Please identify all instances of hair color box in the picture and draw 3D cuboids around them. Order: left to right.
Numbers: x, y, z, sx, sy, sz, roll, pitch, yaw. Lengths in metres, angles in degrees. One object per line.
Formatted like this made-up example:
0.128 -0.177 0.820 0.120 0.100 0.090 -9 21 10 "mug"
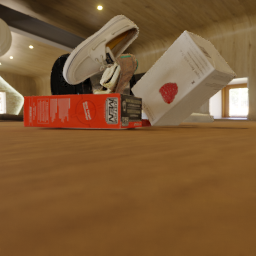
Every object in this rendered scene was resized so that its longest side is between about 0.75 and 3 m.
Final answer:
-1.056 -0.370 6.611 2.518 0.771 1.278 0 1 24 "hair color box"

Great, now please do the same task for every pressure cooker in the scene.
-1.063 -1.444 10.074 2.786 2.489 2.450 -14 -17 -39 "pressure cooker"

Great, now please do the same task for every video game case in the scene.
1.576 -0.529 11.831 2.962 0.351 2.696 0 7 -27 "video game case"

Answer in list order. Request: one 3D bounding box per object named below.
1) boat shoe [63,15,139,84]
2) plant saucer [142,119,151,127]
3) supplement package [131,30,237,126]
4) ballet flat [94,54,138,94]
-0.549 -1.595 6.048 0.676 1.937 0.687 46 -4 36 "boat shoe"
-0.042 -0.176 8.794 1.394 0.256 1.391 2 3 39 "plant saucer"
1.527 -1.284 8.039 1.416 1.434 2.365 -2 -34 -48 "supplement package"
-0.491 -1.047 7.384 0.714 2.125 0.723 -7 46 -41 "ballet flat"
